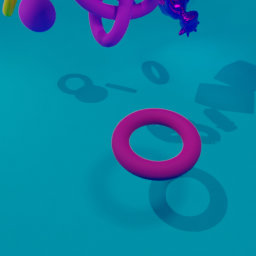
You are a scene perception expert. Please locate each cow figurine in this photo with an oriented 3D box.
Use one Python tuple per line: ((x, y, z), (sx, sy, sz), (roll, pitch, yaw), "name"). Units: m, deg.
((1.220, -2.820, 6.842), (0.628, 1.126, 1.144), (-34, 31, -7), "cow figurine")

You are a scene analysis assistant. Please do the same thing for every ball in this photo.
((-2.611, -3.308, 8.100), (1.031, 1.031, 1.031), (0, 43, 0), "ball")

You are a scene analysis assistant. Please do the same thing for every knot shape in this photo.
((-0.211, -2.885, 6.139), (1.904, 2.034, 0.940), (-3, 32, 19), "knot shape")

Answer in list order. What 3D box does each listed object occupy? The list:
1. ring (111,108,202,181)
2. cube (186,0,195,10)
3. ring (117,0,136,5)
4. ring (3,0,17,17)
((0.574, 0.272, 5.719), (1.825, 0.365, 1.825), (0, 46, 0), "ring")
((1.401, -4.022, 7.320), (1.237, 1.237, 1.237), (34, 42, 1), "cube")
((-0.413, -4.430, 8.987), (1.685, 0.337, 1.685), (37, 21, -16), "ring")
((-3.424, -3.990, 8.349), (0.271, 1.354, 1.354), (18, 38, -25), "ring")
